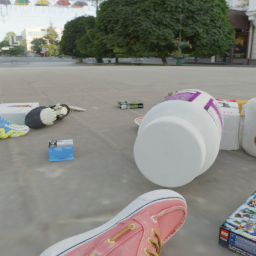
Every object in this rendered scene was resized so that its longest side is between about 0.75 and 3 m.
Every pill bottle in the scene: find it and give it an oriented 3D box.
[{"bbox_3d":[1.121,0.116,5.838,1.583,1.583,2.819,6,16,21],"label":"pill bottle"}]

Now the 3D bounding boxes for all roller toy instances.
[{"bbox_3d":[3.787,-0.057,6.733,1.873,1.435,2.053,-2,15,-6],"label":"roller toy"}]

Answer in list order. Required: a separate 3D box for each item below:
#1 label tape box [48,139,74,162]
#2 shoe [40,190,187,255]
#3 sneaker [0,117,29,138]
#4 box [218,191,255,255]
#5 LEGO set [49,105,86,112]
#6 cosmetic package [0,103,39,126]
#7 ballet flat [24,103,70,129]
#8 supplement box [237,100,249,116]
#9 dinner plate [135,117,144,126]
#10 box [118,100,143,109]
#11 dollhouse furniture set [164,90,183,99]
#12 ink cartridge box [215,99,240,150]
[{"bbox_3d":[-1.623,0.529,6.822,0.595,0.261,0.825,-4,15,-13],"label":"label tape box"},{"bbox_3d":[0.108,1.376,2.994,2.039,0.729,0.928,-17,23,-33],"label":"shoe"},{"bbox_3d":[-3.551,-0.063,8.170,1.300,0.683,0.492,-14,20,-41],"label":"sneaker"},{"bbox_3d":[2.074,1.328,3.820,1.060,0.309,1.548,13,20,40],"label":"box"},{"bbox_3d":[-2.584,-0.761,11.730,1.347,0.331,1.006,1,10,-44],"label":"LEGO set"},{"bbox_3d":[-4.189,-0.525,10.246,1.451,0.497,1.925,-4,16,-4],"label":"cosmetic package"},{"bbox_3d":[-2.619,-0.468,9.487,0.748,0.748,2.047,5,14,19],"label":"ballet flat"},{"bbox_3d":[4.736,-0.805,11.151,1.658,0.570,0.552,-5,17,-13],"label":"supplement box"},{"bbox_3d":[0.894,-0.078,8.992,1.403,0.170,1.403,6,17,-2],"label":"dinner plate"},{"bbox_3d":[0.105,-1.058,12.660,1.031,0.228,0.826,-3,15,-13],"label":"box"},{"bbox_3d":[2.231,-1.418,14.056,1.041,0.596,1.221,-10,-5,-36],"label":"dollhouse furniture set"},{"bbox_3d":[2.348,-0.229,8.227,1.675,0.961,2.306,5,16,17],"label":"ink cartridge box"}]
